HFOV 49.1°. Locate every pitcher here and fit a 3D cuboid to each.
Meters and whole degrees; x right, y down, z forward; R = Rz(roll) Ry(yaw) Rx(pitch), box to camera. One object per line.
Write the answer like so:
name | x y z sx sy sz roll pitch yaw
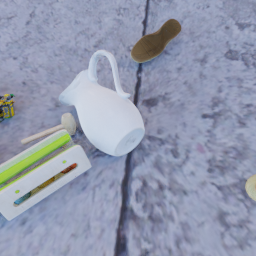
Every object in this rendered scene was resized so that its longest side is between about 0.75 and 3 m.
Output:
pitcher | -0.512 -0.624 6.951 1.390 1.968 2.293 -5 46 -51

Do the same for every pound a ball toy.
pound a ball toy | -1.997 0.860 6.706 2.458 1.044 1.603 -33 39 -18

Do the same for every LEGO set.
LEGO set | -4.056 -0.668 6.790 1.908 1.437 2.481 17 34 18

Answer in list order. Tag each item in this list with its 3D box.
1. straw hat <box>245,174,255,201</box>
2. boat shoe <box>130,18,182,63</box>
straw hat | 3.240 1.384 6.629 0.794 0.336 0.794 0 59 0
boat shoe | 0.874 -2.687 8.969 2.054 0.644 0.753 -39 92 -18
